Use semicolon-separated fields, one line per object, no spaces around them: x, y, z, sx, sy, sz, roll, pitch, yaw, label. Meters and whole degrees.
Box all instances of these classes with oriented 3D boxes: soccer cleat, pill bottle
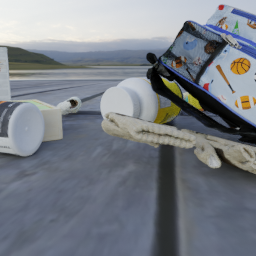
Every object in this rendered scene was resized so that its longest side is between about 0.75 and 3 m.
-1.873;-0.795;9.597;0.617;0.551;1.591;-25;8;19;soccer cleat
-2.592;-0.026;5.218;1.846;0.980;0.980;3;12;19;pill bottle
0.408;-0.649;7.304;1.330;1.330;2.374;8;14;35;pill bottle

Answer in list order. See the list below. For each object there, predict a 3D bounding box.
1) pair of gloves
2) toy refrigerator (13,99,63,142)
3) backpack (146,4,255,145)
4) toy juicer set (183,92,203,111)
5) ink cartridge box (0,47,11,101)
0.853;0.232;4.354;2.539;0.445;2.159;13;4;-20;pair of gloves
-2.374;-0.272;6.856;0.846;0.780;2.228;-7;14;-30;toy refrigerator
2.148;-0.824;5.261;2.692;2.074;2.564;15;30;-46;backpack
2.387;-0.956;10.568;1.842;0.788;2.896;-13;8;34;toy juicer set
-4.713;-1.427;8.833;1.800;2.220;0.556;-10;14;-39;ink cartridge box
